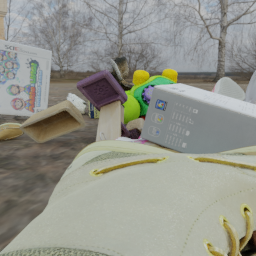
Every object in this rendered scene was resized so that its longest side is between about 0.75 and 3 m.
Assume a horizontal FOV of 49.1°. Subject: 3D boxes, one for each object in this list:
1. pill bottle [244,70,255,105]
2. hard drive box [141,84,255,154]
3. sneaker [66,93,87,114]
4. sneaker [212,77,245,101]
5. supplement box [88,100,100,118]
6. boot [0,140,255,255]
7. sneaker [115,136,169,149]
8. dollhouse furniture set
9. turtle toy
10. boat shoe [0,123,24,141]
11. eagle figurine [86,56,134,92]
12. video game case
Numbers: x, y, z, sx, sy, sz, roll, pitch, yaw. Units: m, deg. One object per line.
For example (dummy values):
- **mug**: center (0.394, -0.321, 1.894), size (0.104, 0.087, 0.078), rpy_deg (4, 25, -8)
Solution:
- **pill bottle**: center (4.786, -0.722, 7.610), size (2.794, 1.548, 1.548), rpy_deg (17, 13, 5)
- **hard drive box**: center (1.716, -0.027, 4.978), size (2.416, 0.928, 1.883), rpy_deg (20, 17, 20)
- **sneaker**: center (-2.238, -0.974, 11.997), size (0.888, 0.823, 2.190), rpy_deg (8, 14, -13)
- **sneaker**: center (2.257, -0.544, 7.272), size (0.818, 1.136, 2.174), rpy_deg (44, 40, 4)
- **supplement box**: center (-0.904, -0.909, 11.098), size (1.274, 0.856, 1.276), rpy_deg (-2, 11, -11)
- **boot**: center (0.624, 0.850, 1.814), size (2.902, 1.046, 2.244), rpy_deg (5, 15, 11)
- **sneaker**: center (0.394, 0.452, 5.067), size (0.676, 0.623, 1.532), rpy_deg (21, 23, 36)
- **dollhouse furniture set**: center (-1.024, 0.430, 6.130), size (2.521, 1.998, 1.790), rpy_deg (-19, 46, 22)
- **turtle toy**: center (0.633, -0.712, 8.459), size (2.554, 1.862, 1.291), rpy_deg (-7, 34, -20)
- **boat shoe**: center (-3.211, 0.173, 7.003), size (1.211, 0.434, 0.461), rpy_deg (-10, 27, -10)
- **eagle figurine**: center (-0.276, -1.687, 10.522), size (2.491, 1.890, 1.880), rpy_deg (-16, 25, -40)
- **video game case**: center (-3.933, -1.698, 9.935), size (2.308, 2.535, 0.300), rpy_deg (4, 3, -37)
